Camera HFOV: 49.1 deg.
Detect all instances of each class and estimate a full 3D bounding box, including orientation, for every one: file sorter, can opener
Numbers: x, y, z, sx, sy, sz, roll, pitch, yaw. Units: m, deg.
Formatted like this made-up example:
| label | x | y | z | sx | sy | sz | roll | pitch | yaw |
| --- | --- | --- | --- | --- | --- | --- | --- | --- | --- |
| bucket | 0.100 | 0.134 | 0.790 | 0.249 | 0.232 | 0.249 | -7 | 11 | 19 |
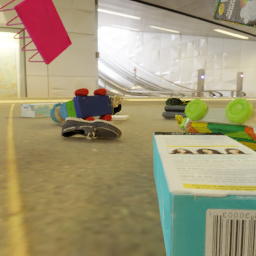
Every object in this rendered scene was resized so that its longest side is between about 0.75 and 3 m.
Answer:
| label | x | y | z | sx | sy | sz | roll | pitch | yaw |
| --- | --- | --- | --- | --- | --- | --- | --- | --- | --- |
| file sorter | -2.213 | -2.378 | 6.673 | 0.879 | 1.401 | 0.974 | 9 | 49 | 33 |
| can opener | 2.311 | -0.490 | 10.680 | 2.152 | 0.566 | 0.715 | 8 | -24 | 38 |

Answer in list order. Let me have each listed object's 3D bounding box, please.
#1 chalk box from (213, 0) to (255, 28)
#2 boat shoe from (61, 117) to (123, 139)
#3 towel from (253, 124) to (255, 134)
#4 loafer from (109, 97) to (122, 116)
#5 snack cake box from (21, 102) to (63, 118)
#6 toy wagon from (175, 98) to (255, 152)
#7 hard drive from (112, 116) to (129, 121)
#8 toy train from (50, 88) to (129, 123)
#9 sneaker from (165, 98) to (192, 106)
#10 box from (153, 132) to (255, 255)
| label | x | y | z | sx | sy | sz | roll | pitch | yaw |
| --- | --- | --- | --- | --- | --- | --- | --- | --- | --- |
| chalk box | 3.649 | -3.853 | 8.601 | 1.337 | 1.344 | 2.160 | -3 | 28 | -31 |
| boat shoe | -0.875 | 0.118 | 6.598 | 1.542 | 0.560 | 0.484 | 8 | 53 | 20 |
| towel | 1.453 | 0.473 | 1.478 | 0.302 | 1.162 | 1.754 | -44 | 7 | 6 |
| loafer | -0.667 | -0.911 | 12.471 | 0.833 | 0.806 | 2.373 | 4 | 14 | 12 |
| snack cake box | -3.747 | -0.820 | 12.452 | 0.959 | 0.560 | 1.667 | 4 | 9 | 35 |
| toy wagon | 1.525 | 0.072 | 4.388 | 1.540 | 0.393 | 1.984 | 32 | -16 | -35 |
| hard drive | -0.534 | -0.395 | 10.899 | 1.057 | 0.139 | 0.697 | 2 | 8 | 11 |
| toy train | -1.330 | -0.705 | 10.176 | 1.606 | 1.175 | 2.776 | -11 | 1 | 32 |
| sneaker | 3.093 | -1.372 | 16.652 | 1.777 | 0.693 | 0.757 | 9 | 0 | 0 |
| box | 0.761 | 0.487 | 2.783 | 0.954 | 0.570 | 2.319 | 0 | 8 | 3 |
